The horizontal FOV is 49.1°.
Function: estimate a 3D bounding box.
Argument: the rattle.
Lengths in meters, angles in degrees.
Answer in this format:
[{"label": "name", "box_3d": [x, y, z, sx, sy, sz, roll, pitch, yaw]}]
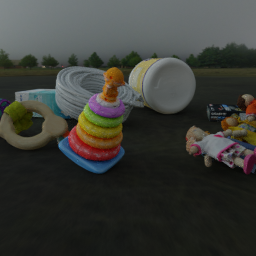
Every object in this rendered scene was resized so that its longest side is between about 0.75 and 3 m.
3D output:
[{"label": "rattle", "box_3d": [-2.047, 0.232, 6.889, 1.989, 1.421, 1.295, 14, 44, -8]}]

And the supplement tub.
[{"label": "supplement tub", "box_3d": [1.270, -1.846, 11.784, 2.135, 2.135, 2.937, -3, 14, -15]}]

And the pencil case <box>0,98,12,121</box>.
[{"label": "pencil case", "box_3d": [-4.536, -0.380, 7.996, 2.323, 0.988, 1.073, 1, 52, 3]}]

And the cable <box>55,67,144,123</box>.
[{"label": "cable", "box_3d": [-1.058, -1.092, 9.121, 2.593, 0.898, 2.593, -6, 41, -32]}]

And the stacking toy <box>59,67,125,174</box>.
[{"label": "stacking toy", "box_3d": [-0.445, -0.236, 4.988, 1.080, 1.861, 1.022, 30, 34, 16]}]

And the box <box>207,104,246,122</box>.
[{"label": "box", "box_3d": [3.561, -0.554, 10.076, 1.331, 0.385, 1.675, 3, 13, 12]}]

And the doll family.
[{"label": "doll family", "box_3d": [2.201, 0.257, 5.607, 2.626, 1.184, 1.630, -29, 33, -29]}]

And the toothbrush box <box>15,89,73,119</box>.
[{"label": "toothbrush box", "box_3d": [-2.837, -0.961, 10.642, 2.197, 0.937, 1.609, 2, 13, 16]}]
